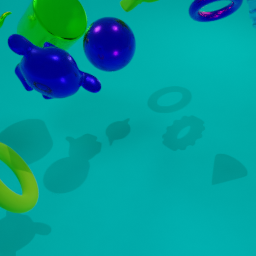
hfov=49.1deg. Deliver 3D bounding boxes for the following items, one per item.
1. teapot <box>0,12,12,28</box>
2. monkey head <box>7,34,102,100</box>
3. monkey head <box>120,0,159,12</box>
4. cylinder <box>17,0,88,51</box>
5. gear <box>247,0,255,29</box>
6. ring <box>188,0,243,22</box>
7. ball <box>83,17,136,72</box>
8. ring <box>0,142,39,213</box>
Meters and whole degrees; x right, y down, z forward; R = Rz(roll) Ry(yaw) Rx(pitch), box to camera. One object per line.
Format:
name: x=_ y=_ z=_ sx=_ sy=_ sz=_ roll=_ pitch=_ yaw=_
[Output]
teapot: x=-3.522 y=-2.428 z=6.405 sx=1.660 sy=1.032 sz=0.813 roll=-6 pitch=68 yaw=-9
monkey head: x=-1.274 y=-1.086 z=4.806 sx=1.650 sy=0.994 sz=1.187 roll=26 pitch=61 yaw=-31
monkey head: x=0.217 y=-3.194 z=6.231 sx=1.083 sy=0.907 sz=1.505 roll=-34 pitch=60 yaw=5
cylinder: x=-1.896 y=-2.525 z=6.953 sx=1.339 sy=1.339 sz=1.339 roll=10 pitch=74 yaw=-35
gear: x=3.235 y=-3.264 z=6.926 sx=0.279 sy=1.506 sz=1.506 roll=-1 pitch=41 yaw=36
ring: x=2.622 y=-3.660 z=8.425 sx=1.591 sy=1.591 sz=0.318 roll=-6 pitch=84 yaw=-6
ball: x=-0.397 y=-1.791 z=6.049 sx=1.144 sy=1.144 sz=1.144 roll=0 pitch=48 yaw=0
ring: x=-2.039 y=0.802 z=4.732 sx=0.281 sy=1.407 sz=1.407 roll=-35 pitch=53 yaw=2
